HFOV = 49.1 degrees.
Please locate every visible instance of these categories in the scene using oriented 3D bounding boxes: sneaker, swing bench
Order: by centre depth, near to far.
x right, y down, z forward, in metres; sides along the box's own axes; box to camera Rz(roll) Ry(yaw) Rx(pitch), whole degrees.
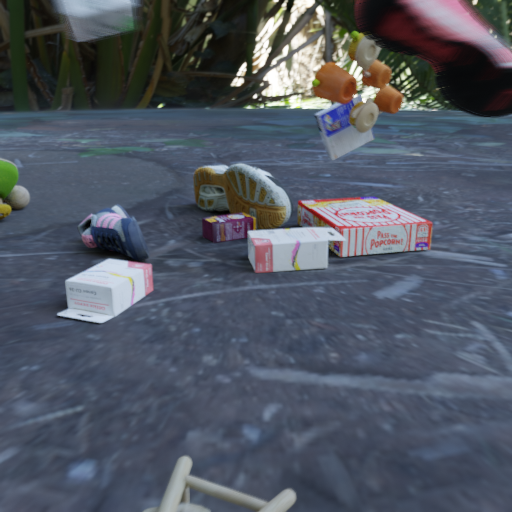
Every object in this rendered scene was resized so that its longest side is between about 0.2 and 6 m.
[{"bbox_3d":[-0.295,1.644,2.395,0.662,1.015,1.020,8,19,23],"label":"swing bench"},{"bbox_3d":[2.902,-3.256,8.227,2.897,1.068,1.257,36,58,-4],"label":"sneaker"},{"bbox_3d":[-2.315,-0.270,9.010,0.841,0.719,2.050,-22,21,-19],"label":"sneaker"},{"bbox_3d":[-0.032,-1.353,11.276,1.394,1.203,3.181,-10,22,-30],"label":"sneaker"}]

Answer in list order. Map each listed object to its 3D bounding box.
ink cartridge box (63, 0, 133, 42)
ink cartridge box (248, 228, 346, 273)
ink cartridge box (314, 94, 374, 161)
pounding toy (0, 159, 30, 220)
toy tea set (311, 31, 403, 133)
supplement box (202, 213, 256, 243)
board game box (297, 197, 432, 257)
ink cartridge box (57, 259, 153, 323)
[{"bbox_3d":[-1.884,-2.910,6.723,0.726,0.305,0.530,-19,-9,-12],"label":"ink cartridge box"},{"bbox_3d":[0.607,-0.107,8.623,1.390,0.469,0.809,-4,18,-7],"label":"ink cartridge box"},{"bbox_3d":[1.831,-2.666,11.605,1.052,1.040,0.247,-28,26,-11],"label":"ink cartridge box"},{"bbox_3d":[-5.453,-1.022,11.030,1.762,1.059,2.282,-15,-8,-11],"label":"pounding toy"},{"bbox_3d":[1.971,-3.323,11.017,0.894,1.436,2.414,38,3,36],"label":"toy tea set"},{"bbox_3d":[-0.485,-0.508,10.006,0.854,0.366,0.471,-10,21,-28],"label":"supplement box"},{"bbox_3d":[1.837,-0.565,9.960,1.624,0.496,2.143,-5,19,-14],"label":"board game box"},{"bbox_3d":[-1.908,0.422,7.115,0.694,0.402,1.191,6,19,18],"label":"ink cartridge box"}]
